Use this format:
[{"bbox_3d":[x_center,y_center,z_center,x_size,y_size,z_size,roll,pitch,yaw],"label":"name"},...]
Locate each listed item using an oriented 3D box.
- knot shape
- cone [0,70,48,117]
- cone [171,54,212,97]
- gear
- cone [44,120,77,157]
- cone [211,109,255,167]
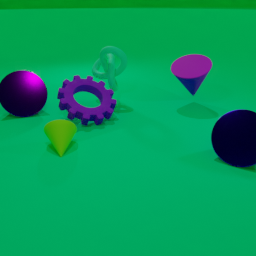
[{"bbox_3d":[-0.653,-2.347,10.530,0.785,1.590,1.699,-13,60,-36],"label":"knot shape"},{"bbox_3d":[-3.780,-1.144,10.296,1.606,1.606,1.612,-8,0,-16],"label":"cone"},{"bbox_3d":[2.399,-1.727,10.442,1.444,1.450,1.444,-9,45,9],"label":"cone"},{"bbox_3d":[-1.344,-0.948,9.258,1.895,0.351,1.895,12,50,-15],"label":"gear"},{"bbox_3d":[-1.792,0.397,7.464,0.887,0.887,0.890,-5,54,-9],"label":"cone"},{"bbox_3d":[3.051,0.292,7.412,1.407,1.407,1.413,14,3,27],"label":"cone"}]
